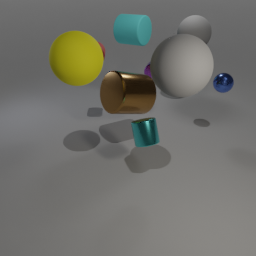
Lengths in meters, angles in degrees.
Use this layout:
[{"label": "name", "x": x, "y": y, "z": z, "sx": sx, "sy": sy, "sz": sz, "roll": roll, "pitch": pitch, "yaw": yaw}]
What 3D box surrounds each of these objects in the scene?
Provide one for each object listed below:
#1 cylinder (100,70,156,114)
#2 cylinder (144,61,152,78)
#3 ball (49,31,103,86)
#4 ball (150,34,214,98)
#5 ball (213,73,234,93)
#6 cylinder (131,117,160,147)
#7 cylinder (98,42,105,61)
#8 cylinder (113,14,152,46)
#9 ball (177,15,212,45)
[{"label": "cylinder", "x": -0.003, "y": -1.169, "z": 9.465, "sx": 1.400, "sy": 1.400, "sz": 1.400, "roll": -2, "pitch": 24, "yaw": -39}, {"label": "cylinder", "x": 1.111, "y": -2.580, "z": 12.474, "sx": 0.700, "sy": 0.700, "sz": 0.700, "roll": 6, "pitch": 27, "yaw": 10}, {"label": "ball", "x": -1.349, "y": -1.809, "z": 7.338, "sx": 1.400, "sy": 1.400, "sz": 1.400, "roll": 0, "pitch": 29, "yaw": 0}, {"label": "ball", "x": 1.202, "y": -1.391, "z": 6.331, "sx": 1.400, "sy": 1.400, "sz": 1.400, "roll": 0, "pitch": 29, "yaw": 0}, {"label": "ball", "x": 3.361, "y": -1.591, "z": 9.878, "sx": 0.700, "sy": 0.700, "sz": 0.700, "roll": 0, "pitch": 29, "yaw": 0}, {"label": "cylinder", "x": 0.483, "y": 0.113, "z": 7.783, "sx": 0.700, "sy": 0.700, "sz": 0.700, "roll": -11, "pitch": 7, "yaw": 1}, {"label": "cylinder", "x": -1.166, "y": -2.657, "z": 9.978, "sx": 0.700, "sy": 0.700, "sz": 0.700, "roll": -1, "pitch": 30, "yaw": -2}, {"label": "cylinder", "x": 0.232, "y": -4.788, "z": 13.668, "sx": 1.400, "sy": 1.400, "sz": 1.400, "roll": 16, "pitch": 33, "yaw": 29}, {"label": "ball", "x": 2.763, "y": -3.959, "z": 11.702, "sx": 1.400, "sy": 1.400, "sz": 1.400, "roll": 0, "pitch": 29, "yaw": 0}]
